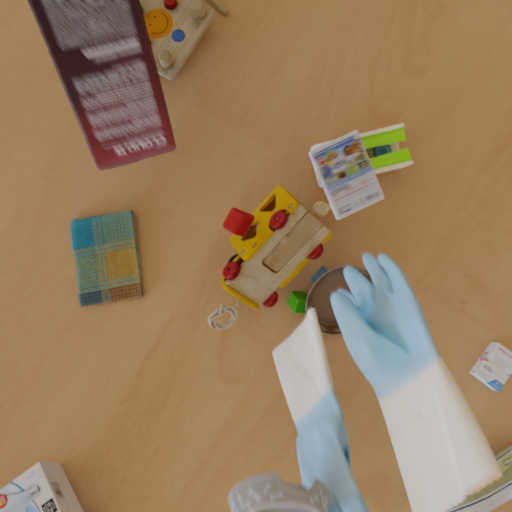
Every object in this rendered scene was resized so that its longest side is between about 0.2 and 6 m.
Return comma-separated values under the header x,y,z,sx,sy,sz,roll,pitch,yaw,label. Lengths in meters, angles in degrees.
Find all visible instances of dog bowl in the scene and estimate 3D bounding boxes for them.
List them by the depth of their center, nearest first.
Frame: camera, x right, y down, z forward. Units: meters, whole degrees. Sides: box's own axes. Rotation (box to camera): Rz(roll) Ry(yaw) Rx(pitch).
x,y,z,sx,sy,sz,roll,pitch,yaw,label
0.313,3.387,7.426,1.373,1.373,0.403,-3,41,0,dog bowl

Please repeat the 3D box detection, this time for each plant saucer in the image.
x,y,z,sx,sy,sz,roll,pitch,yaw,label
1.546,0.788,10.373,1.434,0.230,1.434,-8,116,-16,plant saucer

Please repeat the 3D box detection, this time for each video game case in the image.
x,y,z,sx,sy,sz,roll,pitch,yaw,label
1.464,-1.296,9.036,0.858,0.108,1.199,-25,102,-1,video game case

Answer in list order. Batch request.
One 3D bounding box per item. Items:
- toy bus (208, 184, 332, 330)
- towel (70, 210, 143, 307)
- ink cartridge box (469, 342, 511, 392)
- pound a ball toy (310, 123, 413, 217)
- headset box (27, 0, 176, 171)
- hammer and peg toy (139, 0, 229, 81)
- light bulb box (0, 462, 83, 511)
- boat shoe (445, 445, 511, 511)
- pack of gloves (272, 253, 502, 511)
x,y,z,sx,sy,sz,roll,pitch,yaw,label
0.134,-0.095,10.217,2.450,1.266,2.312,-9,122,-18,toy bus
-2.873,0.041,10.783,1.258,0.186,1.716,-8,85,-1,towel
4.471,2.061,10.474,0.544,0.318,0.752,38,86,4,ink cartridge box
1.890,-1.602,10.654,2.026,0.861,1.321,-15,94,-3,pound a ball toy
-2.294,-3.231,8.266,1.351,3.500,2.604,-17,53,-6,headset box
-1.692,-4.790,10.981,1.739,0.834,2.364,32,85,3,hammer and peg toy
-3.879,4.513,9.793,1.269,0.792,1.258,-36,64,-4,light bulb box
4.012,4.148,10.075,2.458,0.885,0.762,-22,68,-11,boat shoe
1.205,1.960,7.963,0.757,3.838,3.224,18,128,-28,pack of gloves
